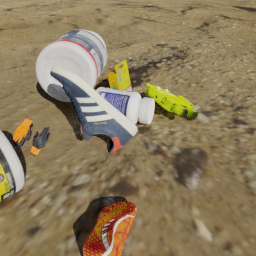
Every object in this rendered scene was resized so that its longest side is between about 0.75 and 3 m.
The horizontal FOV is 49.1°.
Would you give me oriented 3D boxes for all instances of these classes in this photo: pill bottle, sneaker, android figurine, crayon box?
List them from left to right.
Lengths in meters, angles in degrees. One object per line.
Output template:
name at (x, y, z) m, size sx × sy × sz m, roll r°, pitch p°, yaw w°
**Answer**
pill bottle at (-2.939, 0.946, 4.264) m, size 1.305 × 1.305 × 2.322 m, roll 26°, pitch 41°, yaw 37°
pill bottle at (-1.502, -2.042, 8.443) m, size 1.637 × 1.637 × 2.737 m, roll 3°, pitch 29°, yaw 5°
sneaker at (-0.880, -0.324, 5.943) m, size 0.954 × 2.257 × 0.846 m, roll -50°, pitch 12°, yaw -1°
sneaker at (-0.246, 1.566, 4.086) m, size 0.523 × 0.553 × 1.434 m, roll 3°, pitch 21°, yaw 23°
crayon box at (-0.213, -1.253, 7.921) m, size 0.303 × 1.195 × 0.759 m, roll 2°, pitch 27°, yaw 26°
pill bottle at (-0.104, -0.535, 7.241) m, size 1.473 × 0.881 × 0.881 m, roll 10°, pitch 32°, yaw 16°
android figurine at (1.136, -0.774, 7.690) m, size 1.499 × 0.338 × 1.647 m, roll 8°, pitch 28°, yaw -44°

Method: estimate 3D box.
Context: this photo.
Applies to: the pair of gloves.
pair of gloves at (-2.036, 0.169, 5.887) m, size 0.755 × 0.093 × 0.673 m, roll 23°, pitch 75°, yaw 12°
